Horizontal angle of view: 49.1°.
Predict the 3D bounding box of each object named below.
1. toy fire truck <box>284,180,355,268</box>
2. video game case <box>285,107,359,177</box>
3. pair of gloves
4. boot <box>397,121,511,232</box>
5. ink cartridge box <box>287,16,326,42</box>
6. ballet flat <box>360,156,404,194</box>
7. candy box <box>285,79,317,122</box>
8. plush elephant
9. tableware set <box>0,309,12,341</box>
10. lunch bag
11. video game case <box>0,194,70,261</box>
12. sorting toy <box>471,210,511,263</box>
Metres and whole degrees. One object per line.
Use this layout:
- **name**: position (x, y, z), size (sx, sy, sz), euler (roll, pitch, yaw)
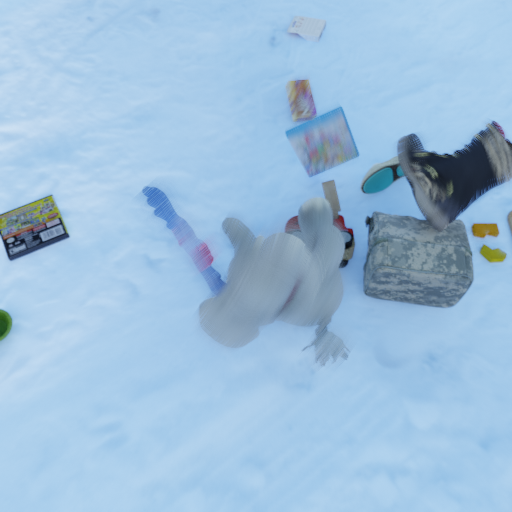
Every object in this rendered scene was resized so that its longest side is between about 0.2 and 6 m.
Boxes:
- **toy fire truck**: position (1.277, -0.679, 11.565), size (1.406, 1.028, 1.597), euler (0, 49, 1)
- **video game case**: position (1.423, -2.335, 11.730), size (1.218, 1.702, 0.152), euler (-22, 62, 12)
- **pair of gloves**: position (-1.117, -0.120, 9.493), size (0.271, 2.376, 1.910), euler (-36, 54, -11)
- **boot**: position (3.744, -1.809, 10.489), size (1.865, 0.906, 2.476), euler (-35, 37, 29)
- **ink cartridge box**: position (1.365, -6.133, 15.132), size (0.907, 0.214, 0.726), euler (14, 61, 15)
- **ballet flat**: position (2.957, -1.907, 12.501), size (1.804, 0.626, 0.626), euler (-24, 63, -15)
- **candy box**: position (1.075, -3.729, 13.443), size (0.550, 0.266, 0.942), euler (-9, 80, -15)
- **plush elephant**: position (0.246, 0.309, 9.386), size (2.499, 2.350, 3.035), euler (-39, 47, 19)
- **tableware set**: position (-6.234, 1.491, 10.518), size (3.003, 0.461, 2.023), euler (15, 61, 9)
- **lunch bag**: position (3.112, -0.047, 10.861), size (1.999, 1.393, 1.677), euler (7, 59, 2)
- **video game case**: position (-4.768, -0.615, 11.914), size (1.297, 0.165, 1.172), euler (-24, 63, -12)
- **sorting toy**: position (5.890, -0.169, 11.543), size (2.573, 0.344, 1.917), euler (0, 60, 0)
